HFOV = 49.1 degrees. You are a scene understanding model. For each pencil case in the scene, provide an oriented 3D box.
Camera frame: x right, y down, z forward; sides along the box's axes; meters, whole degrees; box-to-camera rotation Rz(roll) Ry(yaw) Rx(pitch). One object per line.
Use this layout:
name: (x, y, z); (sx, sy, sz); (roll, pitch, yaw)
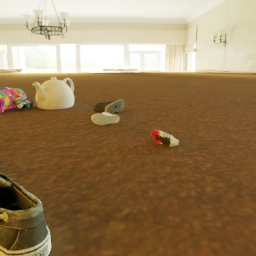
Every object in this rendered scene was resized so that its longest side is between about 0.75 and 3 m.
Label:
pencil case: (-5.778, -1.308, 13.288); (1.032, 1.032, 2.335); (2, 16, 8)

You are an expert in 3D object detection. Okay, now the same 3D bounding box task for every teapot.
teapot: (-3.642, -1.804, 14.032); (2.026, 1.499, 2.052); (-4, 14, -16)

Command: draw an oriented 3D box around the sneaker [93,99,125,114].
sneaker: (-0.837, -1.030, 12.809); (0.828, 0.583, 1.558); (12, 19, 30)

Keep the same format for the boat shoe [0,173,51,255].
boat shoe: (-2.042, 1.035, 4.161); (2.653, 0.844, 0.938); (11, 18, 37)

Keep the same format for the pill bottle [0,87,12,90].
pill bottle: (-7.478, -2.080, 16.740); (0.697, 0.697, 1.255); (6, 16, 24)

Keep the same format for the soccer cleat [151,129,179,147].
soccer cleat: (1.068, 0.310, 8.167); (0.437, 0.354, 1.013); (1, 17, -29)

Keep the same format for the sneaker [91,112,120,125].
sneaker: (-0.990, -0.370, 10.686); (1.170, 0.431, 0.676); (1, 9, -37)

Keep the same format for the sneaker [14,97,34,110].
sneaker: (-4.989, -1.116, 13.534); (0.493, 0.548, 1.333); (-27, -8, 9)
